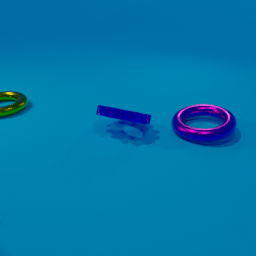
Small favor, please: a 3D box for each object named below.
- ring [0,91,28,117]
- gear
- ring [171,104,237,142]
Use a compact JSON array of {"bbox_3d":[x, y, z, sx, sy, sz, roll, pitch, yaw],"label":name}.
[{"bbox_3d":[-3.629,-0.706,8.097,1.425,0.285,1.425,0,30,0],"label":"ring"},{"bbox_3d":[-0.104,-0.323,6.817,1.307,0.242,1.307,11,3,-1],"label":"gear"},{"bbox_3d":[1.865,-0.154,6.951,1.564,0.313,1.564,-6,30,3],"label":"ring"}]
